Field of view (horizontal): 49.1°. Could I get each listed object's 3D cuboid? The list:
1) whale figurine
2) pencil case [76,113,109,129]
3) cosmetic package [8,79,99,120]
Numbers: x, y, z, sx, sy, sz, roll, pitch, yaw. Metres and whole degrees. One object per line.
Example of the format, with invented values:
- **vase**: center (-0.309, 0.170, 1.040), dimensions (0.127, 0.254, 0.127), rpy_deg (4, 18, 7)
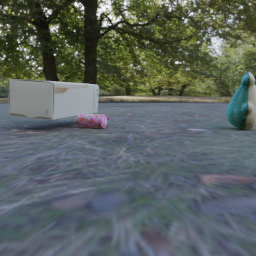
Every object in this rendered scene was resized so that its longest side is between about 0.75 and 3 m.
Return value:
- **whale figurine**: center (3.100, -0.719, 7.639), dimensions (0.793, 1.529, 1.216), rpy_deg (1, 24, 18)
- **pencil case**: center (-1.025, -0.209, 8.029), dimensions (0.949, 0.415, 0.415), rpy_deg (2, 7, 29)
- **cosmetic package**: center (-2.109, -0.911, 8.576), dimensions (1.480, 1.000, 2.813), rpy_deg (6, 9, 16)
